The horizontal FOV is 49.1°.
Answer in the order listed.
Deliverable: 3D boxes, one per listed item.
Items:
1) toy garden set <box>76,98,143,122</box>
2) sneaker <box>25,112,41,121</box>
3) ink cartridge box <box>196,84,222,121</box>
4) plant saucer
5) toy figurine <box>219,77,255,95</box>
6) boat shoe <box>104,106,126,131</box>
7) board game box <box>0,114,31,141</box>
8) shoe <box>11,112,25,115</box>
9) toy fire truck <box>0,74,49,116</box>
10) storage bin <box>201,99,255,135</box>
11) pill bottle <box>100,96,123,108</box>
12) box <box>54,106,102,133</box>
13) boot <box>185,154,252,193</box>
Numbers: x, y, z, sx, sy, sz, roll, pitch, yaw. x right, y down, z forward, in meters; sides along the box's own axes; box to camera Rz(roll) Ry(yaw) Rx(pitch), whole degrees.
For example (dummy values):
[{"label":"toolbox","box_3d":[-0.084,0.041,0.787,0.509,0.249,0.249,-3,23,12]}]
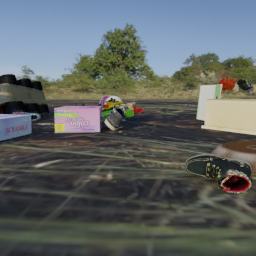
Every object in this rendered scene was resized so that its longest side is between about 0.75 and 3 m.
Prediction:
[{"label":"toy garden set","box_3d":[-0.722,-0.810,11.086,2.318,0.555,2.780,-15,15,-37]},{"label":"sneaker","box_3d":[-3.632,-0.406,10.108,0.916,0.322,0.428,1,1,-16]},{"label":"ink cartridge box","box_3d":[2.906,-0.842,9.626,0.419,1.271,1.747,5,6,-10]},{"label":"plant saucer","box_3d":[1.891,0.393,4.108,1.398,0.256,1.398,0,8,0]},{"label":"toy figurine","box_3d":[4.710,-1.312,12.207,1.177,1.692,1.666,14,3,-28]},{"label":"boat shoe","box_3d":[-0.228,-0.350,8.053,0.582,0.503,1.603,44,16,-3]},{"label":"board game box","box_3d":[-3.832,0.014,6.013,2.443,0.504,2.449,2,7,15]},{"label":"shoe","box_3d":[-3.744,-0.307,8.988,0.901,0.410,0.322,-6,9,-39]},{"label":"toy fire truck","box_3d":[-5.142,-1.090,11.289,2.939,1.891,2.587,-19,-4,15]},{"label":"storage bin","box_3d":[3.387,-0.376,7.831,1.822,0.860,1.835,-5,8,-37]},{"label":"pill bottle","box_3d":[-0.906,-1.189,14.123,0.870,0.870,1.547,-3,8,-22]},{"label":"box","box_3d":[-1.328,-0.273,7.789,1.166,0.641,1.326,0,8,-2]},{"label":"boot","box_3d":[0.994,0.499,3.153,0.769,0.278,0.581,2,10,20]}]
